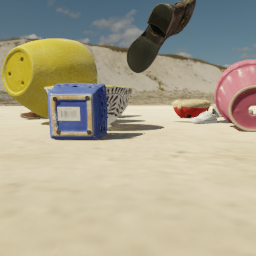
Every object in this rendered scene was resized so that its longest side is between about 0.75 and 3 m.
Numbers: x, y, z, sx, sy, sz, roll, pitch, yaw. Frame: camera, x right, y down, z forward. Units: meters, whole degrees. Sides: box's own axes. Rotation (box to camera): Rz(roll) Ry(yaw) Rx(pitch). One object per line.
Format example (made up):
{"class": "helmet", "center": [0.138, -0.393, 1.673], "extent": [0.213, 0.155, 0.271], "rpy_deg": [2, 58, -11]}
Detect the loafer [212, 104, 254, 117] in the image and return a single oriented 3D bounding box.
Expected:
{"class": "loafer", "center": [5.063, -0.867, 13.525], "extent": [1.930, 0.673, 0.675], "rpy_deg": [0, 5, 3]}

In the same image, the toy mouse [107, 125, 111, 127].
{"class": "toy mouse", "center": [-0.984, -0.081, 6.640], "extent": [1.238, 0.270, 1.393], "rpy_deg": [16, -7, -22]}

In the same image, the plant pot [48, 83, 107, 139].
{"class": "plant pot", "center": [-1.063, -0.336, 5.867], "extent": [1.159, 1.159, 1.042], "rpy_deg": [0, 11, 3]}

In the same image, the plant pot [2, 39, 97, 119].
{"class": "plant pot", "center": [-2.838, -1.699, 9.411], "extent": [2.978, 2.978, 2.114], "rpy_deg": [3, 2, 32]}

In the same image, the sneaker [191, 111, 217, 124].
{"class": "sneaker", "center": [2.635, -0.378, 9.738], "extent": [1.208, 0.428, 0.441], "rpy_deg": [-4, 7, -36]}

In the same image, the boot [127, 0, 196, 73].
{"class": "boot", "center": [1.262, -3.180, 9.526], "extent": [0.942, 2.721, 2.369], "rpy_deg": [43, 40, 8]}

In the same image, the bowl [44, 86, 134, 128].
{"class": "bowl", "center": [-1.074, -0.565, 7.883], "extent": [2.456, 1.153, 2.456], "rpy_deg": [1, 5, 0]}

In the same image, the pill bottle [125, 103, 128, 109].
{"class": "pill bottle", "center": [-1.103, -1.282, 13.583], "extent": [1.491, 1.491, 2.722], "rpy_deg": [3, 6, 26]}

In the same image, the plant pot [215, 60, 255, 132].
{"class": "plant pot", "center": [3.290, -0.760, 7.490], "extent": [1.886, 1.886, 1.689], "rpy_deg": [2, 21, 16]}

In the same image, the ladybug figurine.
{"class": "ladybug figurine", "center": [2.954, -0.906, 13.095], "extent": [1.563, 0.828, 2.303], "rpy_deg": [5, 8, 44]}

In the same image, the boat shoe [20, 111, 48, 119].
{"class": "boat shoe", "center": [-3.861, -0.660, 12.001], "extent": [1.544, 0.554, 0.585], "rpy_deg": [-5, 8, -44]}
